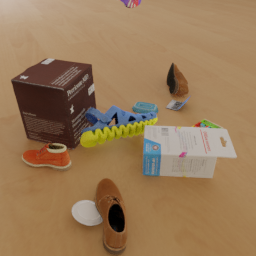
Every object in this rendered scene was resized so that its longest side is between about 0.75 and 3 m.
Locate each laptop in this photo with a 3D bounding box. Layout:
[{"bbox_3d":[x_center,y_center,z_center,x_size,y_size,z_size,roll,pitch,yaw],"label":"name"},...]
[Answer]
[{"bbox_3d":[2.178,-1.139,12.073,0.847,0.491,0.793,17,38,23],"label":"laptop"}]

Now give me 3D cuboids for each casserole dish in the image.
[{"bbox_3d":[0.737,-0.871,11.933,1.152,0.224,0.698,10,36,15],"label":"casserole dish"}]

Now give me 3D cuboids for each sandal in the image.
[{"bbox_3d":[-0.338,-0.270,9.920,2.944,1.170,1.282,-11,71,-21],"label":"sandal"}]

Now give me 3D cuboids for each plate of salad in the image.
[{"bbox_3d":[-1.057,2.272,7.446,0.900,0.216,0.900,16,26,-8],"label":"plate of salad"}]

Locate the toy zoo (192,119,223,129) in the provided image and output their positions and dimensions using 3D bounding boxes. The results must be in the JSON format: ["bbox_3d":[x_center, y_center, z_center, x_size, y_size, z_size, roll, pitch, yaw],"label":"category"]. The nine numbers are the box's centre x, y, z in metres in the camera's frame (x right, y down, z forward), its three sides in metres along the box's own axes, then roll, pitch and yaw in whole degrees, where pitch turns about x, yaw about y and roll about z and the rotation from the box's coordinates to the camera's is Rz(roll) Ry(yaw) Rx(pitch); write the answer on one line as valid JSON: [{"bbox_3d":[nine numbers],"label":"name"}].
[{"bbox_3d":[2.866,0.110,10.603,1.337,0.137,0.877,-27,43,-33],"label":"toy zoo"}]

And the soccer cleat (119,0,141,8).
[{"bbox_3d":[0.116,-5.595,11.825,0.847,0.789,2.315,11,14,28],"label":"soccer cleat"}]

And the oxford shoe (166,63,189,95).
[{"bbox_3d":[2.420,-2.340,13.628,0.875,0.876,2.455,11,42,-11],"label":"oxford shoe"}]

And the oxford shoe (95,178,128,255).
[{"bbox_3d":[-0.374,2.021,7.268,0.804,0.803,2.253,0,33,-16],"label":"oxford shoe"}]

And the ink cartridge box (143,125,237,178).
[{"bbox_3d":[1.861,0.741,9.006,2.732,0.927,1.573,2,35,4],"label":"ink cartridge box"}]

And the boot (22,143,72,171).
[{"bbox_3d":[-2.664,0.803,8.987,1.679,0.900,0.630,5,37,10],"label":"boot"}]

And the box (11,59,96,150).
[{"bbox_3d":[-2.478,-0.901,10.036,2.009,2.447,2.030,12,38,17],"label":"box"}]
